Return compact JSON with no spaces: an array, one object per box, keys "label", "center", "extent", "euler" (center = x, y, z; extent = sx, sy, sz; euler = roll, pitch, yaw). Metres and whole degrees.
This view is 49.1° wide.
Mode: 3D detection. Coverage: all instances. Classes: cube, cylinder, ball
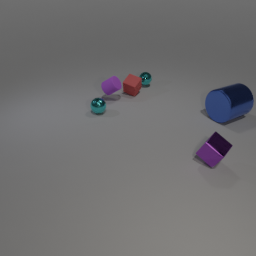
[{"label":"cube","center":[0.215,-2.135,13.933],"extent":[0.700,0.700,0.700],"euler":[25,60,18]},{"label":"cylinder","center":[-0.776,-1.991,13.160],"extent":[0.700,0.700,0.700],"euler":[-24,17,32]},{"label":"cylinder","center":[4.209,-1.053,11.685],"extent":[1.400,1.400,1.400],"euler":[-18,34,-27]},{"label":"ball","center":[-1.295,-0.973,12.221],"extent":[0.700,0.700,0.700],"euler":[0,30,0]},{"label":"cube","center":[2.740,0.687,8.932],"extent":[0.700,0.700,0.700],"euler":[42,53,12]},{"label":"ball","center":[0.928,-2.631,14.914],"extent":[0.700,0.700,0.700],"euler":[0,30,0]}]
